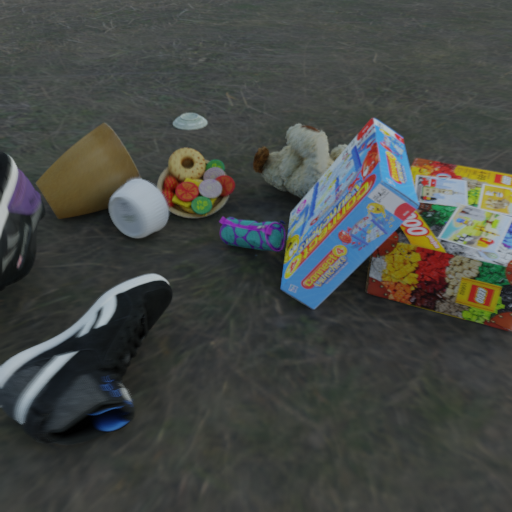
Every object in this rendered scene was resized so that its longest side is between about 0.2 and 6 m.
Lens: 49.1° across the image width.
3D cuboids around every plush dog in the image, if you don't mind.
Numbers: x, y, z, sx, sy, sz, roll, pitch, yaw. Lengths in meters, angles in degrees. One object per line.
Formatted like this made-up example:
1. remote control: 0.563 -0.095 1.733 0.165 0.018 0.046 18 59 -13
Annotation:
1. plush dog: 0.907 -1.726 11.641 2.062 1.654 1.771 13 3 -45

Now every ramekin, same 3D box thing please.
1. ramekin: -2.221 -0.831 10.376 1.069 1.069 0.561 19 39 25

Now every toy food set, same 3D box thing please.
1. toy food set: -1.239 -1.434 11.383 1.525 0.375 1.541 23 61 8

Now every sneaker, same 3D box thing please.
1. sneaker: -1.819 1.421 7.336 1.533 1.001 2.741 31 51 30
2. sneaker: -4.058 0.174 8.641 1.317 1.523 3.477 -3 58 17

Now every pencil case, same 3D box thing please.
1. pencil case: -0.070 -0.402 9.951 1.271 0.588 0.541 8 58 44

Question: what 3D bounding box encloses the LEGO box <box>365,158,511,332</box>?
1. LEGO box: 3.439 -0.360 9.566 2.309 1.197 3.101 14 37 20

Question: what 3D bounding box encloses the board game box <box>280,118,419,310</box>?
1. board game box: 1.430 -0.733 9.103 0.678 2.425 2.374 32 32 -13

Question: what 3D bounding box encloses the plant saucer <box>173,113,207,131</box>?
1. plant saucer: -1.807 -3.698 15.266 0.941 0.236 0.941 0 35 0

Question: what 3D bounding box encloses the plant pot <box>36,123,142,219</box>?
1. plant pot: -3.369 -1.501 11.149 1.745 1.626 1.626 -33 44 -14
